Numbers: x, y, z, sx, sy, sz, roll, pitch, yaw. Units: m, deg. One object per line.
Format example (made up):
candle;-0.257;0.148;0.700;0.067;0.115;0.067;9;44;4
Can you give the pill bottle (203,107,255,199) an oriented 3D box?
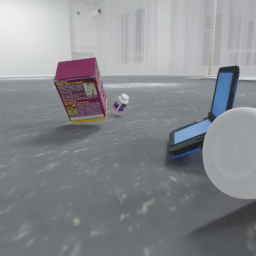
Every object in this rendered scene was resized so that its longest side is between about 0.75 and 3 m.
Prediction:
pill bottle;2.048;0.371;3.769;1.945;1.091;1.091;7;8;-32

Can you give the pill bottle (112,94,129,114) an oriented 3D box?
pill bottle;-0.276;-0.938;10.810;0.430;0.765;0.430;23;35;-17

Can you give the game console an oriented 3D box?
game console;1.591;-0.437;6.291;1.828;1.267;2.142;-22;6;12

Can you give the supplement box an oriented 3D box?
supplement box;-1.382;-1.098;8.590;1.199;1.831;0.945;-5;49;4
